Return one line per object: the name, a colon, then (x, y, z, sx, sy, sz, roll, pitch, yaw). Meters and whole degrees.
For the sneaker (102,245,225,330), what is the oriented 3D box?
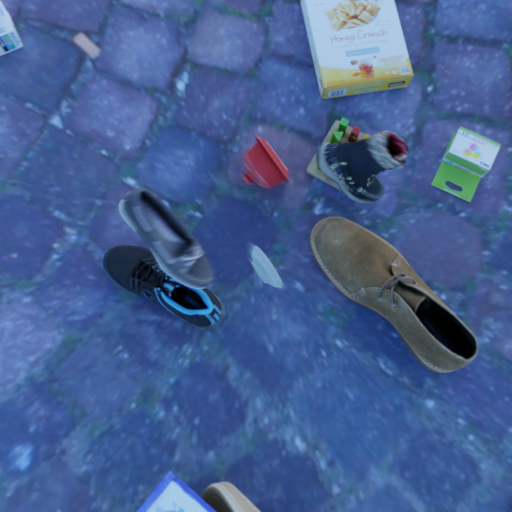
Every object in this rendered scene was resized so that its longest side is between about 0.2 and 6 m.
sneaker: (-1.647, 0.429, 9.852, 2.446, 1.002, 0.895, 26, 78, 7)

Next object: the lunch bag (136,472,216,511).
lunch bag: (-1.253, 5.067, 8.150, 2.537, 1.901, 2.983, 39, 95, 8)

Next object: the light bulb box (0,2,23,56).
light bulb box: (-5.336, -4.538, 11.326, 0.841, 0.525, 0.834, -25, 77, -7)

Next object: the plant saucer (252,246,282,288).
plant saucer: (0.115, 0.202, 8.300, 0.184, 0.731, 0.731, -34, 79, -7)

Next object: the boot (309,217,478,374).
boot: (2.391, 0.508, 9.675, 1.309, 1.341, 3.555, -44, 79, -8)

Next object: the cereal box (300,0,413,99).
cereal box: (1.980, -4.502, 11.324, 1.815, 0.499, 2.523, -10, 76, -2)

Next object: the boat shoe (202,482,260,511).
boat shoe: (0.257, 4.738, 8.886, 2.923, 1.042, 0.943, 52, 43, 7)

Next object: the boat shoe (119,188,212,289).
boat shoe: (-1.348, -0.243, 8.852, 1.985, 0.566, 0.664, 48, 54, -15)

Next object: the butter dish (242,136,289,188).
butter dish: (0.085, -1.596, 10.291, 0.745, 1.006, 1.008, -36, 92, 5)

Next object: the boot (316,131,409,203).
boot: (2.031, -1.467, 9.546, 1.346, 1.782, 0.643, -6, 65, 45)

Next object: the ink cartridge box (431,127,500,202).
ink cartridge box: (3.993, -1.734, 10.679, 0.850, 0.436, 1.151, 26, 77, 6)

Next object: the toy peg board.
toy peg board: (1.783, -1.899, 10.618, 1.213, 0.596, 1.218, 30, 81, 7)
